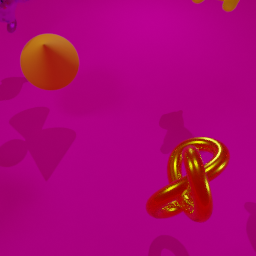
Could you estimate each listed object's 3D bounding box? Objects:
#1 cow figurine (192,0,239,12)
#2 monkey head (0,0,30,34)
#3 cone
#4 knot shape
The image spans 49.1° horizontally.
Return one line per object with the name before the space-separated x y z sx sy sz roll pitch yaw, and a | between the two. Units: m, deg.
cow figurine | 2.016 -3.470 6.190 1.646 0.904 1.620 28 71 21
monkey head | -3.434 -3.615 8.033 1.148 1.596 0.962 -13 42 -3
cone | -1.818 -1.657 6.295 1.421 1.427 1.421 0 89 -10
knot shape | 1.042 0.760 4.645 0.796 1.722 1.611 32 57 3
